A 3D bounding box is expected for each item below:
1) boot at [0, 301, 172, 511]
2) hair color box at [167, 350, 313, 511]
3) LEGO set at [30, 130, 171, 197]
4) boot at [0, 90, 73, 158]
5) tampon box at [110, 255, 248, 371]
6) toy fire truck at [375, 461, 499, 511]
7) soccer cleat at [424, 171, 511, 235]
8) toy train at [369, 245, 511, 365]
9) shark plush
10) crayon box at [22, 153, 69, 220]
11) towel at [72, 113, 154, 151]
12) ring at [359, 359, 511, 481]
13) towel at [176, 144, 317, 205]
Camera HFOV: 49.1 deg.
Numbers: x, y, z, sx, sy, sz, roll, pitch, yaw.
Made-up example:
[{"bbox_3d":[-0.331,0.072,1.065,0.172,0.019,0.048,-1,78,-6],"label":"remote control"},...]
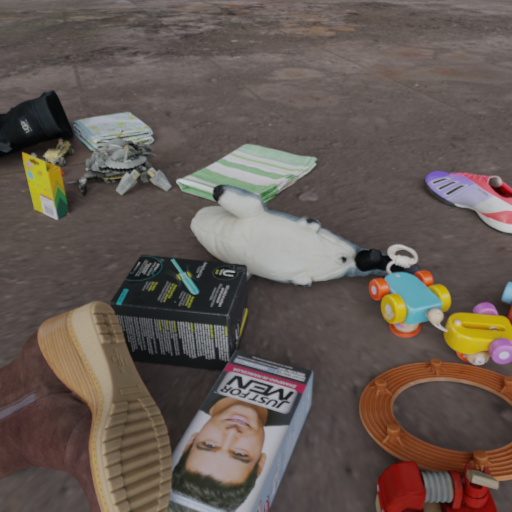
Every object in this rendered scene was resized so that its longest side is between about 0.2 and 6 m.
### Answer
[{"bbox_3d":[-1.734,1.684,5.041,0.799,1.838,2.210,20,42,-52],"label":"boot"},{"bbox_3d":[-0.137,1.787,5.443,0.902,0.552,1.821,12,35,18],"label":"hair color box"},{"bbox_3d":[-3.079,-1.975,11.028,3.121,0.885,2.027,6,33,9],"label":"LEGO set"},{"bbox_3d":[-5.263,-2.597,11.828,2.399,1.084,2.928,-22,18,-5],"label":"boot"},{"bbox_3d":[-0.873,0.681,6.834,1.405,0.887,1.053,5,33,10],"label":"tampon box"},{"bbox_3d":[1.546,1.967,4.645,0.957,1.087,0.699,1,29,2],"label":"toy fire truck"},{"bbox_3d":[3.867,-1.164,9.845,0.737,0.791,2.162,-16,36,-24],"label":"soccer cleat"},{"bbox_3d":[2.639,0.703,7.125,2.387,0.664,1.793,19,36,23],"label":"toy train"},{"bbox_3d":[0.643,-0.301,8.109,3.359,1.526,1.399,0,9,10],"label":"shark plush"},{"bbox_3d":[-3.638,-1.237,9.686,0.692,1.090,0.277,23,39,30],"label":"crayon box"},{"bbox_3d":[-3.306,-2.855,12.890,1.443,0.406,1.686,-15,35,-27],"label":"towel"},{"bbox_3d":[2.048,1.567,5.763,1.944,0.186,1.944,-4,20,1],"label":"ring"},{"bbox_3d":[-0.145,-1.633,11.059,1.874,0.287,2.457,18,37,27],"label":"towel"}]
